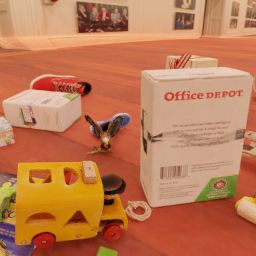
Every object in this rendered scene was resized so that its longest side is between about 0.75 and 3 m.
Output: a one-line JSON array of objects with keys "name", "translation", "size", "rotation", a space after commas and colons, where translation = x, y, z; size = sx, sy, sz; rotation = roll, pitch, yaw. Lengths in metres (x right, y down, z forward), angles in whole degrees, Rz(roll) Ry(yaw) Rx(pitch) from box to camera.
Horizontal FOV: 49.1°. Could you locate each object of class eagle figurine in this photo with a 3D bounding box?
[{"name": "eagle figurine", "translation": [-0.705, 0.145, 8.528], "size": [1.054, 1.388, 1.048], "rotation": [-20, 30, -39]}]

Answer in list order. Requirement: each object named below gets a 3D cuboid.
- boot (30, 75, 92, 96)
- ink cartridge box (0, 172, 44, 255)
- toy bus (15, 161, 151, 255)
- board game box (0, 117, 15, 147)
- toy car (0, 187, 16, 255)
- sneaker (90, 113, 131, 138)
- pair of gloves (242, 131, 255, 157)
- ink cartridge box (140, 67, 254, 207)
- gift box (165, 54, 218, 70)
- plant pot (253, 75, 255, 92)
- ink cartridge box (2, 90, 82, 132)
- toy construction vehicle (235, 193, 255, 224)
[{"name": "boot", "translation": [-3.330, -2.066, 14.234], "size": [2.789, 1.010, 2.012], "rotation": [-15, 29, -38]}, {"name": "ink cartridge box", "translation": [-2.550, 1.759, 5.955], "size": [2.085, 0.496, 2.109], "rotation": [8, 22, 15]}, {"name": "toy bus", "translation": [-0.904, 1.289, 5.353], "size": [2.428, 1.330, 2.573], "rotation": [23, 30, 18]}, {"name": "board game box", "translation": [-4.378, 0.117, 9.574], "size": [0.614, 0.603, 1.171], "rotation": [-16, 28, -32]}, {"name": "toy car", "translation": [-2.676, 1.778, 5.208], "size": [1.808, 0.403, 1.701], "rotation": [7, 50, 15]}, {"name": "sneaker", "translation": [-0.475, -0.065, 9.959], "size": [1.585, 0.608, 0.882], "rotation": [-15, 22, -23]}, {"name": "pair of gloves", "translation": [3.813, 0.548, 8.143], "size": [1.592, 0.279, 1.353], "rotation": [-22, 26, -40]}, {"name": "ink cartridge box", "translation": [1.421, 0.155, 6.475], "size": [2.174, 2.966, 1.232], "rotation": [-4, 23, -9]}, {"name": "gift box", "translation": [3.165, -2.687, 14.163], "size": [2.173, 2.148, 2.328], "rotation": [-11, 20, -29]}, {"name": "plant pot", "translation": [7.727, -2.293, 13.132], "size": [1.926, 2.869, 2.869], "rotation": [30, 17, -17]}, {"name": "ink cartridge box", "translation": [-3.302, -0.734, 11.009], "size": [2.431, 1.021, 1.760], "rotation": [6, 24, 15]}, {"name": "toy construction vehicle", "translation": [3.946, 1.400, 6.104], "size": [2.821, 0.993, 2.456], "rotation": [-16, 28, -33]}]
